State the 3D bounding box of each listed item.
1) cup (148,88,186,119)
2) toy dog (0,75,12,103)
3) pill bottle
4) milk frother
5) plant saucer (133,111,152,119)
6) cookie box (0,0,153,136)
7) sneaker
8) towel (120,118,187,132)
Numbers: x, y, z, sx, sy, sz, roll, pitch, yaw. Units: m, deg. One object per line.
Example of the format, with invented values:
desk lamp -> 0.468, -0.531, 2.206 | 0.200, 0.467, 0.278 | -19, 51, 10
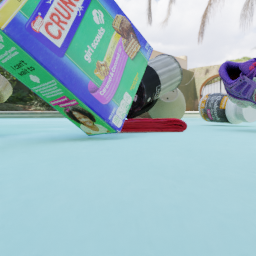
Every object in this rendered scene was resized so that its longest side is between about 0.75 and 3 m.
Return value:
cup -> 1.383, -0.969, 9.901 | 1.408, 1.408, 1.007 | 0, -24, 5
toy dog -> -2.901, -0.560, 4.487 | 1.402, 2.125, 1.024 | -41, -13, -40
pill bottle -> 3.519, -0.702, 9.838 | 1.118, 1.118, 1.922 | -1, 5, -29
milk frother -> 0.155, -1.494, 8.279 | 1.920, 2.041, 1.842 | -31, -12, -43
plant saucer -> 0.798, -1.329, 10.961 | 2.293, 2.293, 0.338 | 0, 0, 6
cookie box -> -0.743, -1.208, 4.118 | 0.801, 1.824, 2.132 | -10, -41, 44
sneaker -> 2.840, -0.879, 5.679 | 1.140, 1.102, 2.732 | 43, -8, -29
towel -> 0.025, -0.111, 7.010 | 1.996, 0.310, 2.761 | 1, 2, -14
